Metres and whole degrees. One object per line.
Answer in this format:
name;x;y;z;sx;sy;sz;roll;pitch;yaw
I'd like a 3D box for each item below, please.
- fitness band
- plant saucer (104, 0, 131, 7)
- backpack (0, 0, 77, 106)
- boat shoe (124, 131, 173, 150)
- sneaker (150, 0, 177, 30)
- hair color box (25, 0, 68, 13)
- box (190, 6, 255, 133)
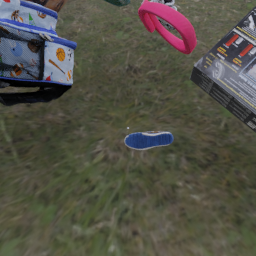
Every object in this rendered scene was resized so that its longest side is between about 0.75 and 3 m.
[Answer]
fitness band;1.088;-2.699;7.604;1.609;2.240;0.419;37;97;19
plant saucer;-0.773;-4.309;8.791;1.829;0.251;1.829;26;9;-5
backpack;-2.482;-1.661;6.133;2.696;2.077;2.568;19;7;35
boat shoe;0.403;0.237;5.560;0.947;0.342;0.343;-1;8;0
sneaker;1.430;-3.900;9.392;1.819;1.045;0.683;5;80;-30
hair color box;-2.769;-3.541;7.633;0.750;1.302;2.348;53;30;-1
box;3.038;-1.017;5.799;2.721;0.677;2.146;43;79;16
